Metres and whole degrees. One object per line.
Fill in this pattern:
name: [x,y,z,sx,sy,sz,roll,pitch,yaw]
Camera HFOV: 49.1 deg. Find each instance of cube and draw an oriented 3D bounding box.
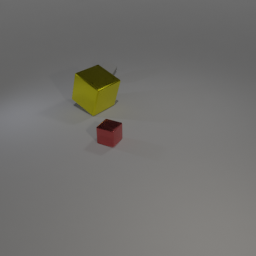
cube: [-0.663,0.180,10.164,0.700,0.700,0.700,15,35,22]
cube: [-1.393,-1.651,12.107,1.400,1.400,1.400,38,45,20]
cube: [-1.047,-2.952,14.565,0.700,0.700,0.700,29,76,0]
